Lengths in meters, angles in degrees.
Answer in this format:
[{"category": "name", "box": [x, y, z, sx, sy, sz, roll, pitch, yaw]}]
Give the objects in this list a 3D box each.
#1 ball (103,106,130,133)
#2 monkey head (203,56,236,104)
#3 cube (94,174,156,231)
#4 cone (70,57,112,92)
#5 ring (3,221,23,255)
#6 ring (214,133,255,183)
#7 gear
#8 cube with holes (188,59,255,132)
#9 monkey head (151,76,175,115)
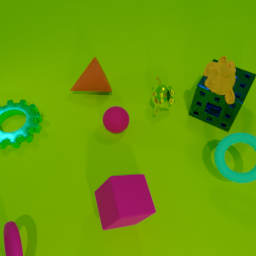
[{"category": "ball", "box": [-0.364, -0.256, 8.562, 0.827, 0.827, 0.827, 0, 54, 0]}, {"category": "monkey head", "box": [2.513, -1.353, 7.272, 0.834, 0.995, 1.384, 4, 73, -33]}, {"category": "cube", "box": [-0.098, 1.764, 6.714, 0.979, 0.979, 0.979, 2, 56, -33]}, {"category": "cone", "box": [-1.378, -1.521, 9.347, 1.267, 1.262, 1.262, -25, 56, 5]}, {"category": "ring", "box": [-2.552, 2.675, 6.218, 0.238, 1.190, 1.190, -5, 50, -32]}, {"category": "ring", "box": [2.812, 0.743, 7.004, 1.261, 0.252, 1.261, -1, 86, 23]}, {"category": "gear", "box": [-3.599, -0.147, 8.776, 1.719, 0.318, 1.719, 0, 55, 0]}, {"category": "cube with holes", "box": [2.913, -1.016, 8.776, 1.369, 1.369, 1.369, 26, 58, 18]}, {"category": "monkey head", "box": [1.034, -1.004, 9.031, 0.736, 0.879, 1.222, 5, 88, -30]}]
